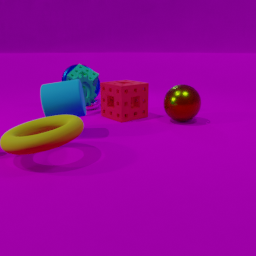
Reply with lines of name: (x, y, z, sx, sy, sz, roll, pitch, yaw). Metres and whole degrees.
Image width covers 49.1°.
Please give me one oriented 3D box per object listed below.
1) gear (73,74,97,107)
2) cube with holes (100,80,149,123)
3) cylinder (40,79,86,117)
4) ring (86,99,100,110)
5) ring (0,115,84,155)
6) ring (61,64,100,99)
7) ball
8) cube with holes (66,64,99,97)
gear: (-1.515, -1.297, 9.667, 0.203, 1.098, 1.098, -10, 9, 32)
cube with holes: (-0.121, -0.933, 9.289, 1.138, 1.138, 1.138, -13, 21, -38)
cylinder: (-1.659, -0.717, 7.305, 0.977, 0.977, 0.977, -10, 17, -3)
ring: (-1.722, -0.919, 10.754, 1.283, 0.257, 1.283, 1, 16, 0)
ring: (-1.789, 0.102, 5.915, 1.724, 0.345, 1.724, -10, 17, 3)
ring: (-1.942, -1.865, 11.711, 1.695, 1.695, 0.339, -10, -8, -31)
ball: (1.681, -0.772, 8.708, 1.160, 1.160, 1.160, 0, 17, 0)
cube with holes: (-1.795, -1.737, 10.891, 0.896, 0.896, 0.896, 28, 48, 5)
